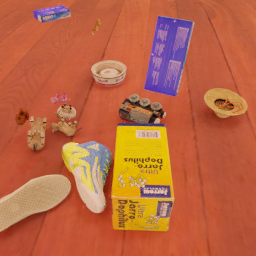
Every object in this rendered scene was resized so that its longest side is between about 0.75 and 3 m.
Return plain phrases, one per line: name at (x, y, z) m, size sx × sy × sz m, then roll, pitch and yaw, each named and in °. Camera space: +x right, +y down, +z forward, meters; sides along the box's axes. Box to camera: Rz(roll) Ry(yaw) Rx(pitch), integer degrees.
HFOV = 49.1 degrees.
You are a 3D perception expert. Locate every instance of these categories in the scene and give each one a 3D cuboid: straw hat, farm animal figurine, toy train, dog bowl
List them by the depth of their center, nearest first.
farm animal figurine at (-2.962, -0.184, 10.587) m, size 2.221 × 1.117 × 1.793 m, roll -26°, pitch 66°, yaw -32°
toy train at (0.538, -0.637, 11.293) m, size 1.888 × 0.805 × 1.076 m, roll 23°, pitch 58°, yaw 21°
straw hat at (3.895, -0.827, 11.480) m, size 1.709 × 0.723 × 1.709 m, roll 1°, pitch 47°, yaw -1°
dog bowl at (-0.912, -2.624, 13.663) m, size 1.727 × 0.637 × 1.727 m, roll 0°, pitch 41°, yaw 0°

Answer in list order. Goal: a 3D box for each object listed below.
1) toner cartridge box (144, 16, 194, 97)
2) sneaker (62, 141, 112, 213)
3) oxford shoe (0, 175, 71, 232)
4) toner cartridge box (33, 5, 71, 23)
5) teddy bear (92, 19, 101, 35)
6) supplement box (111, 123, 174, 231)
toner cartridge box at (1.353, -2.378, 9.389) m, size 1.154 × 2.430 × 0.525 m, roll 16°, pitch 21°, yaw 14°
sneaker at (-1.000, 1.251, 8.764) m, size 1.519 × 1.095 × 2.893 m, roll -19°, pitch 43°, yaw -21°
oxford shoe at (-2.909, 2.098, 8.021) m, size 2.641 × 0.763 × 0.993 m, roll -26°, pitch 90°, yaw -30°
toner cartridge box at (-1.929, -2.913, 7.141) m, size 0.849 × 0.183 × 0.403 m, roll -29°, pitch 55°, yaw -33°
teddy bear at (-1.470, -4.687, 13.052) m, size 0.252 × 0.754 × 0.547 m, roll 22°, pitch 12°, yaw -19°
supplement box at (0.388, 1.330, 8.297) m, size 1.573 × 1.564 × 2.873 m, roll 1°, pitch 40°, yaw 1°
